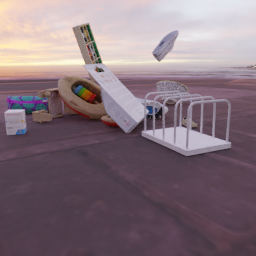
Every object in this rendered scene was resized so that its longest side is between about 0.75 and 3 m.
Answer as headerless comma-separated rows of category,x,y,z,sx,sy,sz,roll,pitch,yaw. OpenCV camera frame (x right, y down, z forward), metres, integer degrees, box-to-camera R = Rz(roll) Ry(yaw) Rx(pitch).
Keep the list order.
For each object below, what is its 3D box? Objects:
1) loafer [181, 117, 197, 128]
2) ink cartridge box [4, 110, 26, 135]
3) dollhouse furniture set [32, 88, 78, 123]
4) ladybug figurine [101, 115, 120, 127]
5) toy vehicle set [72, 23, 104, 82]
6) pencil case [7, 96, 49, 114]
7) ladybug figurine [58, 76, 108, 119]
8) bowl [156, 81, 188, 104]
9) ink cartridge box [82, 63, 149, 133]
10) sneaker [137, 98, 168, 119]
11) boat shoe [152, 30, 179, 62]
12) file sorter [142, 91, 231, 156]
loafer,2.481,-0.224,11.429,0.354,0.320,0.936,-6,15,-24
ink cartridge box,-4.130,-0.230,10.326,0.616,0.836,0.605,-2,14,-10
dollhouse furniture set,-3.110,-1.119,12.986,1.173,1.374,2.650,4,14,22
ladybug figurine,-0.591,-0.275,11.424,1.015,0.365,0.689,7,15,2
toy vehicle set,-1.596,-3.219,11.881,0.304,2.292,1.424,-12,22,16
pencil case,-4.890,-1.221,14.209,2.259,0.961,1.044,-5,-14,-19
ladybug figurine,-2.054,-1.363,12.994,2.811,1.011,1.908,35,46,4
bowl,2.600,-2.048,17.150,2.013,0.944,2.013,14,-11,3
ink cartridge box,-0.544,-1.277,11.248,2.939,0.838,2.388,42,20,2
sneaker,0.683,-0.987,13.641,2.722,1.020,1.180,17,14,28
boat shoe,1.070,-2.259,7.719,1.063,0.347,0.391,-48,35,-13
file sorter,1.809,-0.284,9.046,1.731,1.553,2.495,-7,16,-27
